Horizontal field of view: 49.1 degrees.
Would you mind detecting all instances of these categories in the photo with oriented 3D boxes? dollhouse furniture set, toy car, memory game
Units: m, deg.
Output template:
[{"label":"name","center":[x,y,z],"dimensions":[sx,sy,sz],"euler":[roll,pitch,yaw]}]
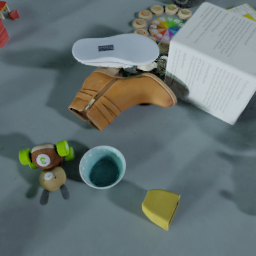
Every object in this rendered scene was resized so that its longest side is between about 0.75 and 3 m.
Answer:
[{"label":"dollhouse furniture set","center":[-4.817,-4.015,10.291],"dimensions":[1.138,0.860,2.114],"euler":[12,59,7]},{"label":"toy car","center":[-1.948,1.177,7.064],"dimensions":[1.163,1.117,1.416],"euler":[-13,70,-1]},{"label":"memory game","center":[1.508,-3.823,10.579],"dimensions":[2.728,0.174,2.728],"euler":[0,59,0]}]

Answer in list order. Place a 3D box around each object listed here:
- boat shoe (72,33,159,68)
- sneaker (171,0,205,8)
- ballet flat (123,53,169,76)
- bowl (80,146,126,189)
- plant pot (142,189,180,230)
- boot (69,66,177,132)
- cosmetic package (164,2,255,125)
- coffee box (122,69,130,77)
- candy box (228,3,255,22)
[{"label":"boat shoe","center":[-0.328,-2.070,8.012],"dimensions":[2.368,1.009,0.875],"euler":[-4,88,-1]},{"label":"sneaker","center":[1.849,-5.830,11.335],"dimensions":[2.893,1.098,1.313],"euler":[26,56,13]},{"label":"ballet flat","center":[0.820,-1.938,8.803],"dimensions":[2.093,0.712,0.716],"euler":[-14,25,-32]},{"label":"bowl","center":[-0.638,1.111,7.285],"dimensions":[1.173,0.614,1.173],"euler":[0,58,-1]},{"label":"plant pot","center":[0.762,1.892,6.770],"dimensions":[0.755,0.733,0.738],"euler":[22,61,19]},{"label":"boot","center":[-0.178,-0.727,8.283],"dimensions":[2.756,1.015,2.132],"euler":[27,66,21]},{"label":"cosmetic package","center":[2.679,-1.872,8.240],"dimensions":[2.502,2.094,2.081],"euler":[31,63,16]},{"label":"coffee box","center":[-0.397,-1.843,9.339],"dimensions":[0.935,0.206,0.575],"euler":[15,62,9]},{"label":"candy box","center":[4.695,-4.050,10.677],"dimensions":[0.934,0.241,1.827],"euler":[-21,61,-15]}]
